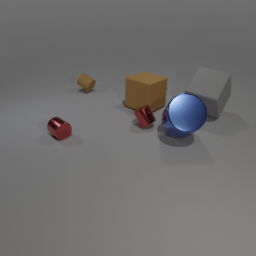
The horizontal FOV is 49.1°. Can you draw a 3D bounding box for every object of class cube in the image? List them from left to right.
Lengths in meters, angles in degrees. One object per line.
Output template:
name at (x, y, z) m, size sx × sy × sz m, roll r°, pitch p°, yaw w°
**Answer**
cube at (0.830, -1.672, 12.972) m, size 1.400 × 1.400 × 1.400 m, roll 22°, pitch 33°, yaw 35°
cube at (3.414, -1.502, 11.853) m, size 1.400 × 1.400 × 1.400 m, roll 22°, pitch 69°, yaw 29°

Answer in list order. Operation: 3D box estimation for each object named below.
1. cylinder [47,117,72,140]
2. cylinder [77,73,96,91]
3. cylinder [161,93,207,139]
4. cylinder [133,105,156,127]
cylinder at (-2.638, 0.005, 10.769) m, size 0.700 × 0.700 × 0.700 m, roll -24°, pitch 37°, yaw -36°
cylinder at (-2.171, -2.391, 14.637) m, size 0.700 × 0.700 × 0.700 m, roll 34°, pitch 39°, yaw 12°
cylinder at (2.000, -0.402, 10.234) m, size 1.400 × 1.400 × 1.400 m, roll -1°, pitch -11°, yaw -2°
cylinder at (0.680, -0.493, 11.407) m, size 0.700 × 0.700 × 0.700 m, roll -26°, pitch 11°, yaw 5°
